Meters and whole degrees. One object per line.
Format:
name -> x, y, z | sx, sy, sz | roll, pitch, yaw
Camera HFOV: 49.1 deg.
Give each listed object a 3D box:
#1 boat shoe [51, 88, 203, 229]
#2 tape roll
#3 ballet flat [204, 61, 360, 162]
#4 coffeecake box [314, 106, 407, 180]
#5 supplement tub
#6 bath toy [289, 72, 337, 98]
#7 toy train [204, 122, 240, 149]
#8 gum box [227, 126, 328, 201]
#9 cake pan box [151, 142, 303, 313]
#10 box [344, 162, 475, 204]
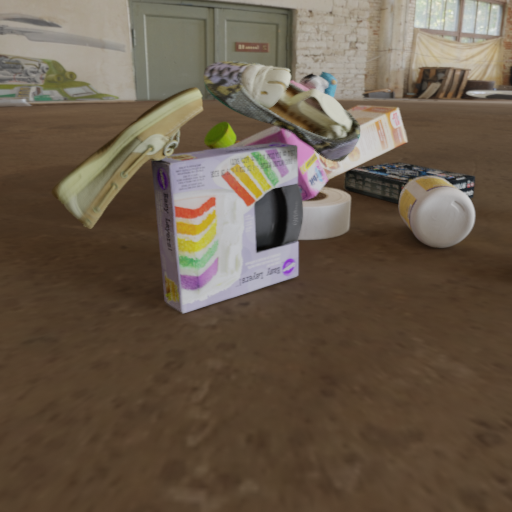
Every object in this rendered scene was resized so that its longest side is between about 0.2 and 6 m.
boat shoe -> -1.388, -1.138, 6.478 | 2.095, 0.659, 0.764 | -36, 19, 9
tape roll -> 0.873, -0.852, 10.562 | 1.792, 0.627, 1.792 | 0, 20, 0
ballet flat -> 0.402, -1.918, 6.886 | 2.117, 0.761, 0.761 | 26, 15, -13
coffeecake box -> 1.745, -2.374, 11.708 | 2.132, 0.779, 1.637 | -27, 23, -11
supplement tub -> 3.099, -0.823, 9.827 | 1.050, 1.050, 1.445 | 1, 19, 2
bath toy -> 0.498, -2.319, 8.251 | 0.594, 0.699, 1.608 | 35, 41, 27
toy train -> -0.251, -1.708, 9.710 | 2.724, 1.576, 1.153 | -46, 37, -5
gum box -> -0.011, -1.236, 8.633 | 1.903, 1.080, 0.629 | -15, 23, 37
cake pan box -> -0.298, -0.438, 7.394 | 2.092, 1.927, 0.547 | -14, 24, -36
box -> 3.543, -1.704, 13.104 | 1.877, 0.543, 2.361 | -13, 23, -32
